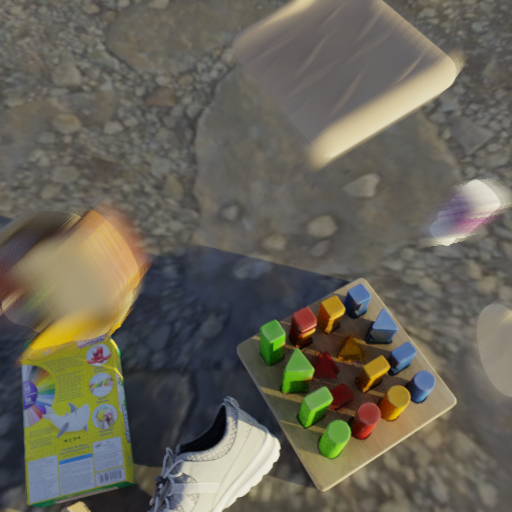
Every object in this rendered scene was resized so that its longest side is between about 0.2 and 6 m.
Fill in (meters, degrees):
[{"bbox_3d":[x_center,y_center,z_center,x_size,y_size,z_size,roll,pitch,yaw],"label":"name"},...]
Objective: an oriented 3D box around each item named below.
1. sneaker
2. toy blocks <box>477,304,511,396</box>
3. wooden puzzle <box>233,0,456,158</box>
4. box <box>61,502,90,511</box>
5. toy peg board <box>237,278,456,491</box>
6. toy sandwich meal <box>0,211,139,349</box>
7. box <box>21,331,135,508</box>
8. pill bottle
[{"bbox_3d":[-0.827,2.513,6.019,2.330,0.871,0.955,-42,105,-31],"label":"sneaker"},{"bbox_3d":[3.279,0.400,4.630,2.315,1.929,0.841,-7,57,-4],"label":"toy blocks"},{"bbox_3d":[0.956,-2.172,6.417,1.804,0.451,1.948,-32,67,-6],"label":"wooden puzzle"},{"bbox_3d":[-1.486,3.781,5.209,2.271,0.242,1.856,42,107,20],"label":"box"},{"bbox_3d":[1.104,1.329,6.760,2.020,0.992,2.028,-27,64,-14],"label":"toy peg board"},{"bbox_3d":[-1.564,0.228,4.476,1.314,1.314,0.450,5,25,3],"label":"toy sandwich meal"},{"bbox_3d":[-2.182,1.855,6.771,1.162,0.479,1.981,-11,64,-6],"label":"box"},{"bbox_3d":[2.341,-0.469,6.368,0.417,0.742,0.417,25,37,-20],"label":"pill bottle"}]
